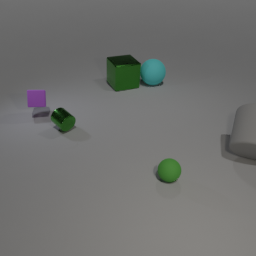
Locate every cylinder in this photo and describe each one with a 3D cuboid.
[{"bbox_3d":[-2.517,-0.334,10.881,0.700,0.700,0.700,36,44,27],"label":"cylinder"},{"bbox_3d":[4.106,0.138,9.029,1.400,1.400,1.400,12,69,20],"label":"cylinder"}]

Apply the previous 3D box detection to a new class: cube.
[{"bbox_3d":[-3.822,-1.231,11.748,0.700,0.700,0.700,-2,6,-14],"label":"cube"},{"bbox_3d":[-0.259,-2.953,14.914,1.400,1.400,1.400,-12,37,-21],"label":"cube"}]

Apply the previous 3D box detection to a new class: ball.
[{"bbox_3d":[1.348,-3.035,15.212,1.400,1.400,1.400,0,29,0],"label":"ball"},{"bbox_3d":[1.227,1.249,8.301,0.700,0.700,0.700,0,29,0],"label":"ball"}]
